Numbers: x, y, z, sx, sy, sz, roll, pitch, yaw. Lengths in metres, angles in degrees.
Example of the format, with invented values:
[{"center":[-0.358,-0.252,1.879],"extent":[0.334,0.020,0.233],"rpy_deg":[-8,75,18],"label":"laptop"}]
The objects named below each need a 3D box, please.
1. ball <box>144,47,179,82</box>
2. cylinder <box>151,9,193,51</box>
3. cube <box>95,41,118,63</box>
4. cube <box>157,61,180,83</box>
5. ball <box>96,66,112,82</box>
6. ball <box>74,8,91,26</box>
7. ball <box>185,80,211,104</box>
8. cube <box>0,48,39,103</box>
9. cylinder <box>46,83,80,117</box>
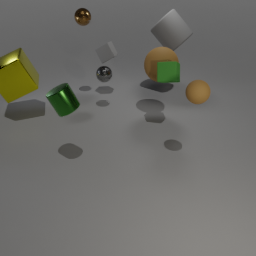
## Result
[{"center":[1.345,-2.547,11.291],"extent":[1.400,1.400,1.400],"rpy_deg":[0,30,0],"label":"ball"},{"center":[1.991,-4.387,12.773],"extent":[1.400,1.400,1.400],"rpy_deg":[-41,8,7],"label":"cylinder"},{"center":[-0.982,-3.512,12.978],"extent":[0.700,0.700,0.700],"rpy_deg":[-23,16,20],"label":"cube"},{"center":[1.485,-2.018,10.188],"extent":[0.700,0.700,0.700],"rpy_deg":[2,6,21],"label":"cube"},{"center":[-1.023,-2.316,12.041],"extent":[0.700,0.700,0.700],"rpy_deg":[0,30,0],"label":"ball"},{"center":[-1.878,-4.615,11.643],"extent":[0.700,0.700,0.700],"rpy_deg":[0,30,0],"label":"ball"},{"center":[2.006,-1.033,8.041],"extent":[0.700,0.700,0.700],"rpy_deg":[0,30,0],"label":"ball"},{"center":[-4.571,-2.128,11.273],"extent":[1.400,1.400,1.400],"rpy_deg":[-25,36,2],"label":"cube"},{"center":[-1.802,-0.784,7.798],"extent":[0.700,0.700,0.700],"rpy_deg":[-22,27,12],"label":"cylinder"}]
